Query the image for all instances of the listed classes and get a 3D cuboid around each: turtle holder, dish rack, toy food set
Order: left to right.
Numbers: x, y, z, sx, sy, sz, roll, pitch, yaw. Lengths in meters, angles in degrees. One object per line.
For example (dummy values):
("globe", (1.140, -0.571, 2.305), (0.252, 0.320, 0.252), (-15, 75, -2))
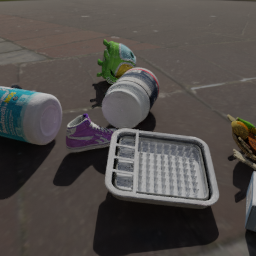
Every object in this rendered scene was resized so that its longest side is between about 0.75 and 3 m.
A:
("turtle holder", (-0.431, -2.738, 11.957), (1.502, 1.607, 2.115), (10, 25, -17))
("dish rack", (0.716, 0.934, 6.348), (2.362, 0.514, 2.027), (6, 40, -1))
("toy food set", (3.223, 0.322, 7.313), (1.304, 0.379, 1.889), (32, 35, -9))

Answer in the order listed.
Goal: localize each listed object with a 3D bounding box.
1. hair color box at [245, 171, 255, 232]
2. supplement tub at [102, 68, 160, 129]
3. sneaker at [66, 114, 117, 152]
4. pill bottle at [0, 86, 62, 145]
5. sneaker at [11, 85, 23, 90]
("hair color box", (3.484, 1.656, 5.317), (2.236, 0.678, 1.107), (12, 32, 19))
("supplement tub", (0.130, -0.997, 9.105), (1.455, 1.455, 2.073), (10, 32, 16))
("sneaker", (-0.898, 0.046, 7.756), (1.689, 0.963, 0.612), (-13, 26, -36))
("pill bottle", (-3.384, -0.431, 8.162), (2.625, 1.454, 1.454), (10, 32, 18))
("sneaker", (-3.936, -1.177, 9.972), (0.492, 1.199, 0.421), (-5, 73, 6))
